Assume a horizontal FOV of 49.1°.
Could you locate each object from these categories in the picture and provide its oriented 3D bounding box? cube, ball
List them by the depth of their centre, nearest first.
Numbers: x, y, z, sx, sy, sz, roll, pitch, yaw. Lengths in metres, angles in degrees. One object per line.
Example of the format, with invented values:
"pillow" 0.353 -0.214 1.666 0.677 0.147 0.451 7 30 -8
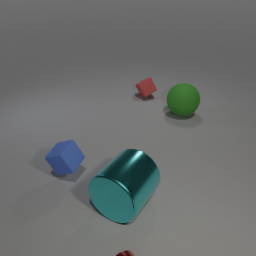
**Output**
"cube" -1.825 0.857 8.164 0.700 0.700 0.700 -11 32 34
"ball" 2.342 -1.204 11.876 1.400 1.400 1.400 0 30 0
"cube" 0.883 -1.978 13.645 0.700 0.700 0.700 -31 12 -7

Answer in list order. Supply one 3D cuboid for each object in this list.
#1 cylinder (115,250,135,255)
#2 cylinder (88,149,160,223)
"cylinder" -0.004 2.897 5.442 0.700 0.700 0.700 -20 39 -30
"cylinder" -0.069 1.464 7.286 1.400 1.400 1.400 16 34 26
